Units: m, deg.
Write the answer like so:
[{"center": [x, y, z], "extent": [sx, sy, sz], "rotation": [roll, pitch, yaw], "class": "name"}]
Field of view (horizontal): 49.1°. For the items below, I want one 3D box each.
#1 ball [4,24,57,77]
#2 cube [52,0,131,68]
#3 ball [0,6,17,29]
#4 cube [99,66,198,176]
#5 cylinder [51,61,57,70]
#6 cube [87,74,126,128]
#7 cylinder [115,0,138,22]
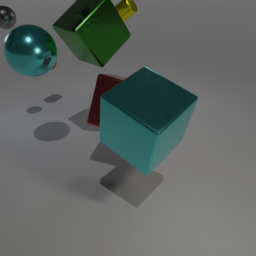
[{"center": [-2.670, -2.117, 7.730], "extent": [1.400, 1.400, 1.400], "rotation": [0, 29, 0], "class": "ball"}, {"center": [-1.063, -2.878, 8.294], "extent": [1.400, 1.400, 1.400], "rotation": [28, 74, 44], "class": "cube"}, {"center": [-3.882, -3.468, 8.803], "extent": [0.700, 0.700, 0.700], "rotation": [0, 29, 0], "class": "ball"}, {"center": [0.374, -0.167, 5.916], "extent": [1.400, 1.400, 1.400], "rotation": [35, 54, 22], "class": "cube"}, {"center": [-3.510, -2.803, 11.881], "extent": [0.700, 0.700, 0.700], "rotation": [9, 15, 15], "class": "cylinder"}, {"center": [-0.159, -0.685, 7.995], "extent": [1.400, 1.400, 1.400], "rotation": [18, 13, 9], "class": "cube"}, {"center": [-0.100, -4.679, 11.037], "extent": [0.700, 0.700, 0.700], "rotation": [-26, 13, 36], "class": "cylinder"}]
